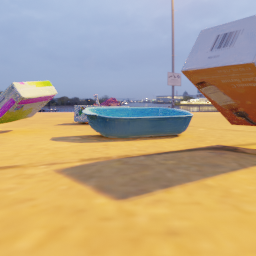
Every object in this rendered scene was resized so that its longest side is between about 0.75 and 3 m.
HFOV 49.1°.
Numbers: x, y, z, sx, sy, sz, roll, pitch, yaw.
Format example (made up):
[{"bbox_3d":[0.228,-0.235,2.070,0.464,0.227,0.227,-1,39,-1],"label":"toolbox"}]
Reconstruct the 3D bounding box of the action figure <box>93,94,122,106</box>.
[{"bbox_3d":[-1.387,-0.693,13.218,2.138,1.592,1.432,-31,-3,-37],"label":"action figure"}]

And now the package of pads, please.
[{"bbox_3d":[-2.773,-0.687,7.428,1.221,0.539,1.581,-37,-3,21],"label":"package of pads"}]

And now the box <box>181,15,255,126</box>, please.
[{"bbox_3d":[1.834,-0.759,4.227,1.593,0.847,1.213,37,-17,-31],"label":"box"}]

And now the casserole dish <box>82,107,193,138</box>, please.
[{"bbox_3d":[0.239,-0.159,6.383,2.609,0.506,1.580,-2,12,-27],"label":"casserole dish"}]

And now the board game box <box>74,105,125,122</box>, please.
[{"bbox_3d":[-0.978,-0.546,11.441,2.129,0.684,1.571,2,1,3],"label":"board game box"}]
